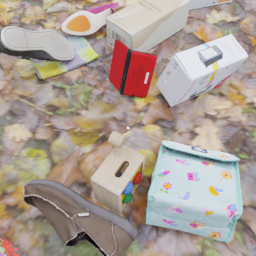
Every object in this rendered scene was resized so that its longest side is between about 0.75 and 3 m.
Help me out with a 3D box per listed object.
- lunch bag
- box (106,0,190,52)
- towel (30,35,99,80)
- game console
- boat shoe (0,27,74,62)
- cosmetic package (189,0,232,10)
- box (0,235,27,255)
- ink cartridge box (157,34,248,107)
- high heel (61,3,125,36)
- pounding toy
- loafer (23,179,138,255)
[{"bbox_3d":[1.492,1.156,6.307,1.855,1.328,2.178,11,42,12],"label":"lunch bag"},{"bbox_3d":[0.723,-3.716,9.884,2.860,1.112,1.358,-39,63,-24],"label":"box"},{"bbox_3d":[-2.265,-2.483,9.546,2.185,0.249,1.569,-24,57,-16],"label":"towel"},{"bbox_3d":[0.104,-1.759,8.343,1.221,1.417,0.841,8,38,-7],"label":"game console"},{"bbox_3d":[-2.791,-2.484,8.456,0.766,2.688,0.899,-5,92,33],"label":"boat shoe"},{"bbox_3d":[3.151,-5.561,11.202,2.246,1.139,0.800,-14,56,-9],"label":"cosmetic package"},{"bbox_3d":[-3.227,2.678,5.756,1.935,0.378,1.324,27,59,18],"label":"box"},{"bbox_3d":[2.060,-1.603,7.950,2.088,1.541,0.894,-25,75,-22],"label":"ink cartridge box"},{"bbox_3d":[-1.328,-4.052,10.352,2.529,0.852,1.213,-28,29,-12],"label":"high heel"},{"bbox_3d":[-0.034,0.809,6.233,0.816,1.784,1.567,27,58,18],"label":"pounding toy"},{"bbox_3d":[-1.175,1.947,5.902,2.715,0.991,0.964,21,56,15],"label":"loafer"}]
